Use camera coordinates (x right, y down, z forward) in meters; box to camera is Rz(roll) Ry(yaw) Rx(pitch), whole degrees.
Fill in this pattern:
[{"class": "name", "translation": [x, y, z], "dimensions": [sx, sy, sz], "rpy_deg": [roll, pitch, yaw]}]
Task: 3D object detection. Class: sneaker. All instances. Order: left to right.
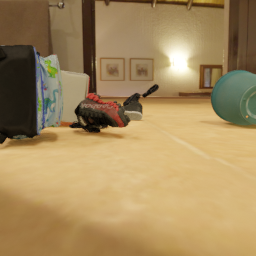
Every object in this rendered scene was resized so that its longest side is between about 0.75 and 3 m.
[{"class": "sneaker", "translation": [-0.703, -0.295, 6.816], "dimensions": [0.904, 0.654, 1.851], "rpy_deg": [-38, 37, -21]}, {"class": "sneaker", "translation": [-0.097, -0.700, 10.440], "dimensions": [1.422, 0.503, 0.705], "rpy_deg": [10, 42, 10]}]

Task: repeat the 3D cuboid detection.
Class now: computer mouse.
[{"class": "computer mouse", "translation": [-0.954, -0.179, 7.946], "dimensions": [0.929, 0.354, 1.341], "rpy_deg": [8, 11, 19]}, {"class": "computer mouse", "translation": [0.547, -1.262, 11.757], "dimensions": [2.352, 0.400, 0.689], "rpy_deg": [-19, 29, 55]}]

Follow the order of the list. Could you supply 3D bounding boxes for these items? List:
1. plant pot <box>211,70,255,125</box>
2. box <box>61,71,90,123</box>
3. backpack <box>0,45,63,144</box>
[{"class": "plant pot", "translation": [3.682, -0.853, 8.586], "dimensions": [1.761, 1.761, 1.655], "rpy_deg": [0, 14, -3]}, {"class": "box", "translation": [-2.231, -1.150, 9.427], "dimensions": [1.748, 1.490, 2.734], "rpy_deg": [6, 9, -8]}, {"class": "backpack", "translation": [-2.267, -0.726, 6.292], "dimensions": [1.567, 1.951, 2.133], "rpy_deg": [-3, 3, -20]}]
